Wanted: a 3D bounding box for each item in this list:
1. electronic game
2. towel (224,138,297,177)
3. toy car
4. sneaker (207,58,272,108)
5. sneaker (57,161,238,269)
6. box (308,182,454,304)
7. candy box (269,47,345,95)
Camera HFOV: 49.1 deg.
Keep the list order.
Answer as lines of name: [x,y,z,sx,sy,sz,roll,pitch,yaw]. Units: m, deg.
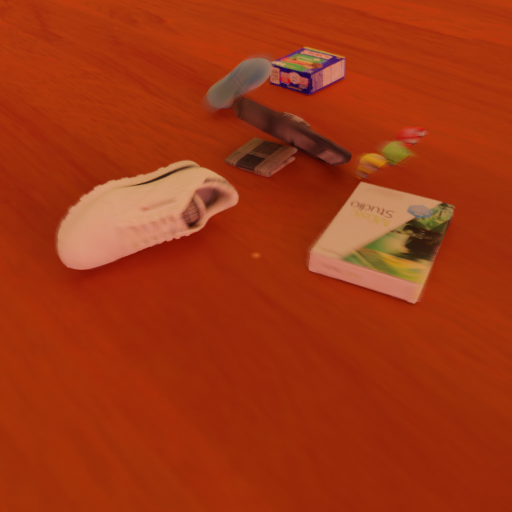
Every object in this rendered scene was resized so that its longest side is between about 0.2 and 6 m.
electronic game: [0.639,-2.318,10.281,2.458,0.511,2.458,27,11,-5]
towel: [0.108,-1.930,10.991,1.084,0.195,1.126,21,45,28]
toy car: [2.345,-1.822,9.717,1.460,0.326,1.374,-35,7,12]
sneaker: [-0.386,-3.854,12.554,1.569,0.624,1.025,-29,9,2]
sneaker: [-1.603,-0.593,8.430,2.809,1.073,1.131,-34,46,-28]
box: [2.003,-0.305,8.719,1.641,0.413,2.274,17,42,21]
candy box: [1.291,-4.651,14.027,1.299,0.592,1.536,26,44,31]
